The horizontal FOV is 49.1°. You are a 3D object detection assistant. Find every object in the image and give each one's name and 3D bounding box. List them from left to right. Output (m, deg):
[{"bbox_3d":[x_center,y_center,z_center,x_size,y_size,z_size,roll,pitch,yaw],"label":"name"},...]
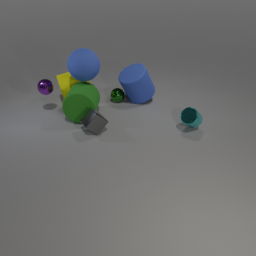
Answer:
[{"bbox_3d":[-3.603,-1.792,12.244,0.700,0.700,0.700,0,29,0],"label":"ball"},{"bbox_3d":[-2.564,-2.042,13.537,1.400,1.400,1.400,-19,33,-11],"label":"cylinder"},{"bbox_3d":[-1.988,-1.123,12.118,1.400,1.400,1.400,1,29,2],"label":"cylinder"},{"bbox_3d":[-1.899,-2.708,12.045,1.400,1.400,1.400,0,29,0],"label":"ball"},{"bbox_3d":[-1.342,-0.277,11.081,0.700,0.700,0.700,34,6,-39],"label":"cube"},{"bbox_3d":[-0.513,-1.613,13.722,0.700,0.700,0.700,0,29,0],"label":"ball"},{"bbox_3d":[0.440,-2.134,13.500,1.400,1.400,1.400,-16,45,17],"label":"cylinder"},{"bbox_3d":[2.533,-0.410,11.138,0.700,0.700,0.700,22,0,33],"label":"cylinder"}]
